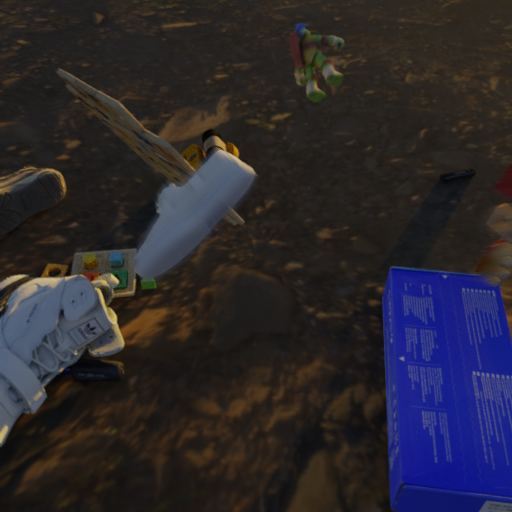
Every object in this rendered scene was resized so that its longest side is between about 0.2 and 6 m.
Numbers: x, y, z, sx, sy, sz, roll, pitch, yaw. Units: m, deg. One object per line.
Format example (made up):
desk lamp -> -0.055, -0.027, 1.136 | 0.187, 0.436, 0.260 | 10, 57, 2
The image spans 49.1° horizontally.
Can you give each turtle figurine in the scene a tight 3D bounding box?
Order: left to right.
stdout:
turtle figurine -> 1.146, -3.309, 9.801 | 0.961, 1.335, 1.295 | -16, 61, 7

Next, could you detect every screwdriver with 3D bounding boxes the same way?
screwdriver -> -3.590, 1.935, 9.505 | 2.812, 0.409, 0.392 | -2, 45, 11

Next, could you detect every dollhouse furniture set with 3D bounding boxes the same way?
dollhouse furniture set -> 4.250, -0.712, 8.874 | 1.198, 2.226, 0.905 | -26, 59, -31

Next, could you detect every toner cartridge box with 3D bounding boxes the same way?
toner cartridge box -> 3.095, 1.974, 8.919 | 1.949, 0.886, 4.104 | 6, 44, 5

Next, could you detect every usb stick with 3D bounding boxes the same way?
usb stick -> 4.892, -1.963, 13.590 | 0.901, 0.147, 0.250 | -13, 38, -13

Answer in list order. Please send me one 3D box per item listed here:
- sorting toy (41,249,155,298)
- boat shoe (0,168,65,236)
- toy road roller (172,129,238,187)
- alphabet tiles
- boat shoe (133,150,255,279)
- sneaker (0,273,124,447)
sorting toy -> -3.050, 0.295, 11.084 | 2.446, 0.333, 1.377 | -5, 44, -5
boat shoe -> -5.589, -1.165, 12.274 | 1.022, 1.039, 2.789 | 24, 40, 37
toy road roller -> -1.113, -2.038, 13.242 | 1.636, 1.194, 1.005 | -34, 41, 18
alphabet tiles -> -1.645, -1.656, 9.172 | 2.865, 3.443, 0.109 | 35, 85, 36
boat shoe -> -0.866, -0.558, 6.757 | 0.661, 0.672, 1.894 | 39, 76, 14
sneaker -> -3.390, 1.549, 8.767 | 2.108, 1.378, 3.669 | -10, 39, 9
